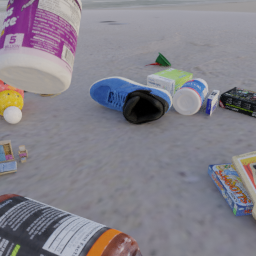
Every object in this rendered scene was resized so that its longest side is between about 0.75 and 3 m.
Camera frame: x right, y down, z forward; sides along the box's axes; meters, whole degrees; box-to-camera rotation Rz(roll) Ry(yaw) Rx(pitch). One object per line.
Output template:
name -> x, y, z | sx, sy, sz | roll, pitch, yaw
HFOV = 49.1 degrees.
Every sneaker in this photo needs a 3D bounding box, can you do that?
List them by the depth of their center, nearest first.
sneaker -> -0.099, -0.919, 9.100 | 2.921, 1.121, 1.625 | 14, 22, 12

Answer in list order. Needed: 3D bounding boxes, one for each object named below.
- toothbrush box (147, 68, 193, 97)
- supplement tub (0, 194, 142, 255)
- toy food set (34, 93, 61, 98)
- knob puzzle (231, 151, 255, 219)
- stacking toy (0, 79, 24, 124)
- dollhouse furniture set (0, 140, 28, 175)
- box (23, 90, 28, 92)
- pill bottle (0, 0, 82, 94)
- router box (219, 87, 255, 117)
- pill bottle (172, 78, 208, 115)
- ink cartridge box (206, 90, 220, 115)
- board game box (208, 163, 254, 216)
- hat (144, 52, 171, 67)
toothbrush box -> 1.696, -1.855, 11.364 | 1.149, 0.679, 1.578 | 25, 35, 37
supplement tub -> -0.786, 1.844, 3.574 | 2.613, 1.397, 1.397 | 13, 30, 21
toy food set -> -3.216, -1.452, 11.127 | 0.957, 0.192, 0.660 | 14, 31, 25
knob puzzle -> 3.550, 1.196, 4.968 | 2.962, 0.411, 2.962 | -6, 44, 6
stacking toy -> -3.935, -0.902, 9.216 | 1.566, 1.566, 2.143 | -17, 50, -29
dollhouse furniture set -> -2.810, 0.707, 6.654 | 0.766, 0.529, 0.811 | -9, 30, -16
box -> -4.152, -1.775, 11.752 | 0.762, 0.192, 1.066 | -9, 28, -16
pill bottle -> -1.620, -1.997, 5.354 | 1.365, 2.431, 1.365 | 4, -15, 1
router box -> 4.162, -0.917, 9.785 | 1.559, 0.484, 1.168 | 25, 37, 38
pill bottle -> 2.248, -1.172, 9.792 | 0.955, 0.955, 1.702 | 12, 30, 22
ink cartridge box -> 2.877, -0.862, 9.593 | 0.227, 0.576, 1.159 | 13, 29, 24
board game box -> 2.415, 1.239, 5.942 | 0.949, 0.242, 1.402 | -4, 28, -8
hat -> 1.576, -3.370, 14.855 | 1.110, 0.977, 0.919 | 39, 23, -20
